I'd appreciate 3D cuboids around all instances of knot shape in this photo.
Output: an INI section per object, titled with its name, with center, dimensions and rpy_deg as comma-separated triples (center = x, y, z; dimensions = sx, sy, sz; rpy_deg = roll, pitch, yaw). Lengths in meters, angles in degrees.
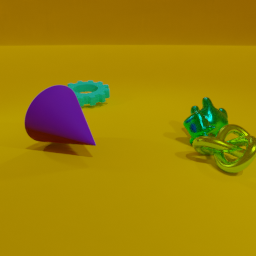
[knot shape]
center = 2.232, 0.445, 6.030
dimensions = 1.458, 0.674, 1.364
rpy_deg = -9, 19, -6

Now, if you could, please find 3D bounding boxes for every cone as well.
[cone]
center = -1.299, 0.017, 6.596
dimensions = 1.569, 1.563, 1.563
rpy_deg = 32, 33, 29

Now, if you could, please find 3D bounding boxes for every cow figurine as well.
[cow figurine]
center = 2.150, -0.090, 7.505
dimensions = 1.533, 0.842, 1.509
rpy_deg = 25, 44, -27

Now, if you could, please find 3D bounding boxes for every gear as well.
[gear]
center = -1.724, -1.456, 11.482
dimensions = 1.928, 0.357, 1.928
rpy_deg = 0, 30, 0
